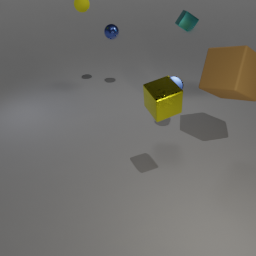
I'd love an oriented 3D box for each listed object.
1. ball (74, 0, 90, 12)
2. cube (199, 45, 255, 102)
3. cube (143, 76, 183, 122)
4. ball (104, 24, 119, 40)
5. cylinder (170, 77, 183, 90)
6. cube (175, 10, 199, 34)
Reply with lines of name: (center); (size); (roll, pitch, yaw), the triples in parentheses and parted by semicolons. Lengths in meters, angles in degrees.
ball: (-2.071, -5.556, 12.545); (0.700, 0.700, 0.700); (0, 32, 0)
cube: (3.432, -1.763, 9.210); (1.400, 1.400, 1.400); (13, 1, -39)
cube: (0.833, -0.703, 6.726); (0.700, 0.700, 0.700); (-21, 48, -13)
ball: (-0.778, -4.553, 13.254); (0.700, 0.700, 0.700); (0, 32, 0)
cylinder: (1.668, -1.482, 10.433); (0.700, 0.700, 0.700); (3, -6, 4)
cube: (2.660, -4.826, 12.706); (0.700, 0.700, 0.700); (27, 23, -17)
